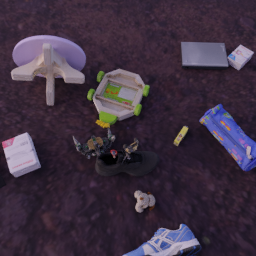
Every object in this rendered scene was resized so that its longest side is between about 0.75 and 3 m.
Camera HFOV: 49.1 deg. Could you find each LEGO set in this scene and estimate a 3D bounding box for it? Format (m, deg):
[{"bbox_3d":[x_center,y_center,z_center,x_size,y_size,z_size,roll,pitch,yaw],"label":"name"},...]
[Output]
[{"bbox_3d":[-0.875,0.777,10.421,2.624,0.744,1.704,21,45,37],"label":"LEGO set"}]

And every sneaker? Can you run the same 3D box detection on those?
[{"bbox_3d":[-0.018,1.218,10.139,2.390,1.085,0.908,-8,62,-6],"label":"sneaker"},{"bbox_3d":[0.971,3.855,8.935,2.543,0.963,0.980,-12,44,-8],"label":"sneaker"}]

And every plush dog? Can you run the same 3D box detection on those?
[{"bbox_3d":[0.643,2.517,9.786,0.665,0.621,0.774,8,59,-23],"label":"plush dog"}]

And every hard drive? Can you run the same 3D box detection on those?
[{"bbox_3d":[3.503,-3.348,12.991,2.057,0.338,1.436,2,61,1],"label":"hard drive"}]

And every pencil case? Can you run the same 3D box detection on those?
[{"bbox_3d":[3.941,0.338,10.551,1.083,1.205,2.774,-44,65,15],"label":"pencil case"}]

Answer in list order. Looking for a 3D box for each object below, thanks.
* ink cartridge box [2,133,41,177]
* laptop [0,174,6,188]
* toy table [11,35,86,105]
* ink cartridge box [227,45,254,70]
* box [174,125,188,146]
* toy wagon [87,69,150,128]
[{"bbox_3d":[-4.005,1.014,10.526,1.006,0.568,1.373,-22,64,-11],"label":"ink cartridge box"},{"bbox_3d":[-5.622,1.729,10.428,1.569,0.971,1.675,-29,37,-15],"label":"laptop"},{"bbox_3d":[-3.225,-2.482,11.448,2.955,2.716,1.731,-7,45,-3],"label":"toy table"},{"bbox_3d":[5.140,-3.253,12.884,0.734,0.430,1.016,40,68,20],"label":"ink cartridge box"},{"bbox_3d":[2.102,0.305,11.064,0.205,0.308,0.820,30,67,16],"label":"box"},{"bbox_3d":[-0.512,-1.186,11.707,2.285,0.583,2.945,19,64,10],"label":"toy wagon"}]
